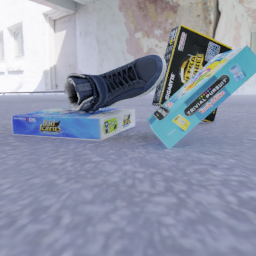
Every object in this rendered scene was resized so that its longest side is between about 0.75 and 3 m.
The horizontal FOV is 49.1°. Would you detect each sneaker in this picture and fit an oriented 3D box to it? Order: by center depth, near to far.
[{"bbox_3d":[-0.342,-0.963,6.023,2.191,0.833,1.583,-26,-9,28],"label":"sneaker"}]

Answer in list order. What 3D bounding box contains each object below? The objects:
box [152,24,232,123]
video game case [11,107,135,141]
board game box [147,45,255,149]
[{"bbox_3d":[1.948,-1.562,8.414,1.934,2.421,0.597,17,-4,-21],"label":"box"},{"bbox_3d":[-1.253,-0.188,7.070,2.336,0.531,2.117,3,9,21],"label":"video game case"},{"bbox_3d":[1.380,-0.642,5.686,2.186,0.513,1.650,-42,6,6],"label":"board game box"}]
